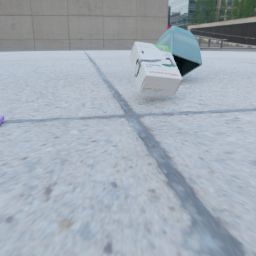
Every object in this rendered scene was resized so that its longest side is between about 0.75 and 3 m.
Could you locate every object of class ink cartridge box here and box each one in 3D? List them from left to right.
[{"bbox_3d":[0.982,-2.180,10.253,1.433,0.827,1.961,1,50,-19],"label":"ink cartridge box"}]

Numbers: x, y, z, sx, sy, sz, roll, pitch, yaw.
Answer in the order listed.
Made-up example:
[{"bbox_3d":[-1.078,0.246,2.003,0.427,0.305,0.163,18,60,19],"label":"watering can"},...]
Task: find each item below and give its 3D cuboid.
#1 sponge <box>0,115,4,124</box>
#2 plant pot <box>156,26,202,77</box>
[{"bbox_3d":[-3.871,-0.172,7.435,1.012,0.151,0.564,-6,19,-7],"label":"sponge"},{"bbox_3d":[2.478,-4.026,14.483,1.954,1.996,1.959,12,-18,-24],"label":"plant pot"}]
